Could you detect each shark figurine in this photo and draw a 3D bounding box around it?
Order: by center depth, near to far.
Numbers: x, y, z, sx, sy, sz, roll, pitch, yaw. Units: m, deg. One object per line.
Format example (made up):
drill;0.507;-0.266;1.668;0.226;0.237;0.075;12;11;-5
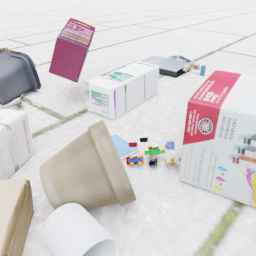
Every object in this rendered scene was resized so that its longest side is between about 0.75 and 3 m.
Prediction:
shark figurine;-3.766;-0.755;9.491;0.665;0.464;1.113;-29;16;18

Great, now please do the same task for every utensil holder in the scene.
utensil holder;-0.787;1.851;4.556;0.878;0.878;1.033;-23;34;-33

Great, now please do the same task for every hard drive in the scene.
hard drive;1.722;-2.926;13.196;2.145;0.353;1.497;21;36;32

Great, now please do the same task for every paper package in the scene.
paper package;-2.681;1.738;4.637;1.823;0.943;1.738;-2;30;-4

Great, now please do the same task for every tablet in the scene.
tablet;-0.269;0.497;7.624;0.681;0.072;1.047;-25;37;-35

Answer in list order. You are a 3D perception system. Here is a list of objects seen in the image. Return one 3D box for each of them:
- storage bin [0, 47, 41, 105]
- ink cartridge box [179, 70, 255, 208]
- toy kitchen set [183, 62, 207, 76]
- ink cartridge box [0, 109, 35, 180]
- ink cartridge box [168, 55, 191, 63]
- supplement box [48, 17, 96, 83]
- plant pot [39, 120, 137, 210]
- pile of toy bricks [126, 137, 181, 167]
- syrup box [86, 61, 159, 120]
storage bin;-4.836;-1.969;10.413;2.484;1.808;1.668;17;44;26
ink cartridge box;2.881;0.261;5.983;2.898;2.106;2.096;16;34;26
toy kitchen set;2.958;-2.559;12.453;0.818;0.482;0.655;21;39;32
ink cartridge box;-3.015;0.503;6.416;0.722;1.278;1.744;9;31;15
ink cartridge box;2.554;-3.474;14.243;0.664;0.262;1.335;-13;32;-20
supplement box;-1.833;-2.700;9.457;0.990;1.275;2.311;18;33;-12
plant pot;-0.843;0.922;5.601;1.511;1.741;1.741;-23;34;-5
pile of toy bricks;0.636;0.616;7.015;1.321;0.733;0.652;-6;-10;11
syrup box;-0.110;-1.417;9.844;1.106;1.144;2.809;20;35;32
